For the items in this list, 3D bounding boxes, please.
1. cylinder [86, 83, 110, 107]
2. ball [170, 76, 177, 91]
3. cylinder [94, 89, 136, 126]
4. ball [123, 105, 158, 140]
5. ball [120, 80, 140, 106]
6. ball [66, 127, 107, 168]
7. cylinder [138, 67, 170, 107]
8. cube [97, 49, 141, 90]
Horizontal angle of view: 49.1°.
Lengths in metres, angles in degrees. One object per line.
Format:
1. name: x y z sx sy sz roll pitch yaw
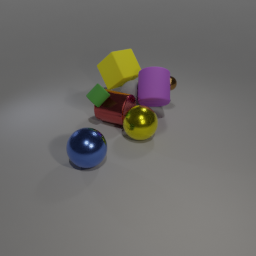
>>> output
1. cylinder: -1.212 -1.324 11.351 0.700 0.700 0.700 -46 38 5
2. ball: 2.012 -2.154 13.538 0.700 0.700 0.700 0 31 0
3. cylinder: -0.548 -0.896 12.266 1.400 1.400 1.400 14 34 22
4. ball: 0.491 -0.209 11.135 1.400 1.400 1.400 0 31 0
5. ball: 0.295 -1.588 13.435 1.400 1.400 1.400 0 31 0
6. ball: -1.412 0.679 9.657 1.400 1.400 1.400 0 31 0
7. cylinder: 1.142 -1.774 12.285 1.400 1.400 1.400 2 -11 0
8. cube: -0.413 -2.914 13.935 1.400 1.400 1.400 -24 -2 -42
